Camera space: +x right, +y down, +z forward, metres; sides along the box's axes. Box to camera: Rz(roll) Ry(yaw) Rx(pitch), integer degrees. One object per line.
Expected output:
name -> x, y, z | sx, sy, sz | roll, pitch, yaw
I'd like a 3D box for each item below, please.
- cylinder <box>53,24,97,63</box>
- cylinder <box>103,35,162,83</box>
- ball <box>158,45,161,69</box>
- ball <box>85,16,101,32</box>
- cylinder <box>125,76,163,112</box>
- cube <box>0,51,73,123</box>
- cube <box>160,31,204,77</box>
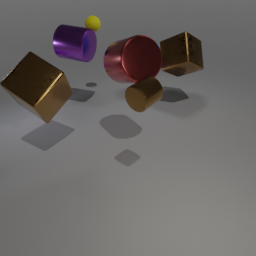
cylinder -> -2.252, -3.623, 12.008 | 1.400, 1.400, 1.400 | 14, 32, 16
cylinder -> 0.118, -2.111, 8.799 | 1.400, 1.400, 1.400 | -14, 15, -24
ball -> 1.117, -3.365, 13.470 | 1.400, 1.400, 1.400 | 0, 29, 0
ball -> -1.599, -4.728, 12.720 | 0.700, 0.700, 0.700 | 0, 29, 0
cylinder -> 0.400, -0.848, 6.985 | 0.700, 0.700, 0.700 | 24, 45, 36
cube -> -2.835, -1.258, 8.950 | 1.400, 1.400, 1.400 | 33, 75, 12
cube -> 2.427, -3.279, 12.672 | 1.400, 1.400, 1.400 | -10, -11, 41
